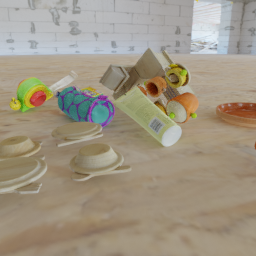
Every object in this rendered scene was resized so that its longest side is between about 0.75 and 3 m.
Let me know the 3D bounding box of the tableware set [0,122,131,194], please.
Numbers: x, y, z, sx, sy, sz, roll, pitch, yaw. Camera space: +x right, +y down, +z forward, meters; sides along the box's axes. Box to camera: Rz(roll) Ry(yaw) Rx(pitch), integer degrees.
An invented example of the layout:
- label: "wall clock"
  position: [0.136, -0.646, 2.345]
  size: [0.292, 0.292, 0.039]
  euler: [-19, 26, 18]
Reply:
- label: "tableware set"
  position: [-1.402, 0.443, 5.089]
  size: [2.351, 0.327, 2.815]
  euler: [-11, 19, -16]

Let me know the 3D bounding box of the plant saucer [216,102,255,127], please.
- label: "plant saucer"
  position: [3.573, -0.382, 8.081]
  size: [1.996, 0.322, 1.996]
  euler: [-1, 18, 0]

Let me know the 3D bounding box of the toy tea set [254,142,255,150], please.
- label: "toy tea set"
  position: [2.781, 0.056, 4.423]
  size: [0.739, 1.187, 1.997]
  euler: [28, 0, 7]

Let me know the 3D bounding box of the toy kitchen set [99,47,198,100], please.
- label: "toy kitchen set"
  position: [0.414, -1.018, 8.442]
  size: [1.740, 2.132, 1.924]
  euler: [-7, 60, -45]

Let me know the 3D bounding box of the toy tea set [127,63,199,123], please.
- label: "toy tea set"
  position: [0.759, -0.691, 7.407]
  size: [0.877, 1.409, 2.369]
  euler: [-37, 12, -33]

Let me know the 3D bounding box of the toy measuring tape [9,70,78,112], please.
- label: "toy measuring tape"
  position: [-2.708, -1.408, 9.138]
  size: [2.605, 0.958, 0.958]
  euler: [-39, 37, -29]

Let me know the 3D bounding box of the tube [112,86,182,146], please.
- label: "tube"
  position: [0.436, -0.357, 6.758]
  size: [0.618, 0.553, 2.129]
  euler: [0, 31, -36]

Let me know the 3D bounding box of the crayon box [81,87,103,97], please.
- label: "crayon box"
  position: [-1.458, -1.143, 10.078]
  size: [0.645, 0.316, 1.086]
  euler: [25, 29, 20]

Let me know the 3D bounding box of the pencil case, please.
- label: "pencil case"
  position: [-1.228, -0.629, 7.827]
  size: [0.857, 0.930, 2.013]
  euler: [5, 13, -40]
